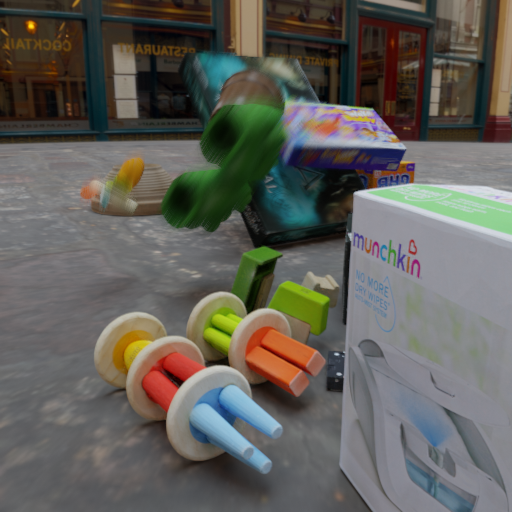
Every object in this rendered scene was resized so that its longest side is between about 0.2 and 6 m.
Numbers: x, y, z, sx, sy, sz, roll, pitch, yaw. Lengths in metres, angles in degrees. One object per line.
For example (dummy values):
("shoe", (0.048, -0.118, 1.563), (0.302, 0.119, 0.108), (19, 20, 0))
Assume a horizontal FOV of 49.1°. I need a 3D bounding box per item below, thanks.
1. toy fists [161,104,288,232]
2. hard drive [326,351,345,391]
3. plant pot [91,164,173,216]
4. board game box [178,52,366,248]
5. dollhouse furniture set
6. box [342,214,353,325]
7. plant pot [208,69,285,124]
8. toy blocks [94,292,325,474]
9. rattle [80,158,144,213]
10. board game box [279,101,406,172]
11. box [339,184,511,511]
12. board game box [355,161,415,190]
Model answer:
("toy fists", (-0.376, -1.203, 8.043), (0.780, 2.270, 1.157), (49, 34, 17))
("hard drive", (1.206, 1.228, 5.874), (0.928, 0.176, 0.648), (2, 15, 8))
("plant pot", (-3.348, -1.950, 15.847), (2.654, 1.225, 2.654), (-1, 14, 0))
("board game box", (0.508, -2.573, 12.724), (3.225, 4.768, 0.671), (-11, -22, -34))
("dollhouse furniture set", (0.942, 0.891, 6.479), (2.731, 1.054, 1.365), (23, 20, 21))
("box", (1.964, 0.145, 8.001), (1.415, 1.184, 1.906), (3, 16, 9))
("plant pot", (-0.246, -2.639, 10.668), (1.347, 1.347, 1.333), (5, 41, 17))
("toy blocks", (-0.190, 1.090, 5.161), (1.871, 0.815, 2.245), (-12, 19, -35))
("rattle", (-2.067, -1.115, 8.347), (0.790, 0.866, 1.213), (48, 3, 14))
("board game box", (1.642, -2.582, 12.007), (2.603, 0.583, 1.750), (-1, 42, -21))
("box", (1.604, 0.864, 3.196), (1.233, 2.251, 2.551), (-4, 16, -17))
("board game box", (2.934, -1.668, 14.231), (1.474, 1.474, 1.475), (-10, 18, -33))
